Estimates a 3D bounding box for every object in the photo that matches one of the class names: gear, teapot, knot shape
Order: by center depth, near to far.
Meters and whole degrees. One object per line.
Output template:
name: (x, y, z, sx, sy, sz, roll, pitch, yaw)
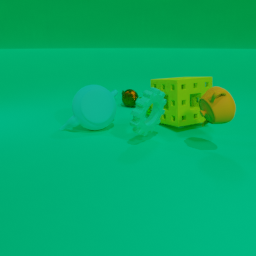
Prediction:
teapot: (1.886, -0.424, 6.147, 0.666, 1.359, 0.845, -26, 63, -7)
gear: (0.505, -0.383, 6.783, 0.216, 1.166, 1.166, 27, 30, 31)
teapot: (-1.066, -0.528, 8.008, 2.049, 1.274, 1.003, -38, 12, -21)
knot shape: (0.991, -0.815, 9.775, 1.109, 0.548, 1.185, -13, 29, -36)
teapot: (0.098, -1.162, 10.724, 1.115, 0.693, 0.546, 37, 25, 24)

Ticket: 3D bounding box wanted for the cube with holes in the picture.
cube with holes: (1.577, -0.838, 8.351, 1.279, 1.279, 1.279, -9, 13, -28)
